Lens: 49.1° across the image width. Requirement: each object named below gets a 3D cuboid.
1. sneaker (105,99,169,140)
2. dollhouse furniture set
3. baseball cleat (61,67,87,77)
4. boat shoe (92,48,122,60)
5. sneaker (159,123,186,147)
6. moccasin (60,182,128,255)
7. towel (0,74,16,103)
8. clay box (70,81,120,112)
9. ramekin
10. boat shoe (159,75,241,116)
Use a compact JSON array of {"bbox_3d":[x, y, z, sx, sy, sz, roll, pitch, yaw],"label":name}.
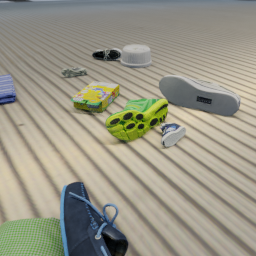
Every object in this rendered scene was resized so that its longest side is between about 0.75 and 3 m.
[{"bbox_3d":[0.206,-0.313,8.340,1.026,0.910,2.456,15,26,40],"label":"sneaker"},{"bbox_3d":[-2.236,1.777,4.109,2.680,1.345,1.755,-3,30,-5],"label":"dollhouse furniture set"},{"bbox_3d":[-2.432,-2.515,12.530,1.182,0.412,0.629,-3,23,-25],"label":"baseball cleat"},{"bbox_3d":[-1.094,-3.796,14.438,1.611,0.595,0.550,12,28,20],"label":"boat shoe"},{"bbox_3d":[1.082,0.159,7.923,0.989,0.398,0.724,-29,31,-33],"label":"sneaker"},{"bbox_3d":[-0.397,1.932,4.279,0.930,1.097,2.727,-20,46,-6],"label":"moccasin"},{"bbox_3d":[-5.369,-1.420,10.756,1.937,0.319,2.676,-14,31,-19],"label":"towel"},{"bbox_3d":[-1.135,-1.103,9.950,1.100,0.456,1.915,10,32,17],"label":"clay box"},{"bbox_3d":[0.412,-3.610,13.919,1.548,0.813,1.548,0,30,0],"label":"ramekin"},{"bbox_3d":[2.478,-1.244,9.692,2.817,1.014,0.926,17,30,24],"label":"boat shoe"}]
